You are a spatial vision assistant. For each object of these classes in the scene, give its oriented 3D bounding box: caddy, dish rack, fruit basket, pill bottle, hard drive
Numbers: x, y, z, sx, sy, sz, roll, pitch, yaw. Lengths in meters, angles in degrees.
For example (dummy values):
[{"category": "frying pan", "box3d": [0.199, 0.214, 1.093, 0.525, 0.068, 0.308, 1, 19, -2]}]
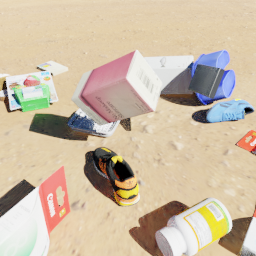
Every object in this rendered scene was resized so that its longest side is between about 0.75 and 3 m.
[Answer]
[{"category": "caddy", "box3d": [3.775, -2.300, 12.747, 1.506, 2.028, 2.869, -9, 26, 37]}, {"category": "dish rack", "box3d": [-1.286, -0.227, 11.297, 1.911, 0.416, 1.640, 9, 36, 13]}, {"category": "fruit basket", "box3d": [-4.399, -1.832, 12.741, 2.056, 1.040, 2.219, -12, 58, -16]}, {"category": "pill bottle", "box3d": [1.607, 2.519, 6.966, 1.764, 0.980, 0.980, -19, 40, -25]}, {"category": "hard drive", "box3d": [2.385, -1.472, 8.654, 0.212, 0.898, 1.287, 13, 14, -20]}]

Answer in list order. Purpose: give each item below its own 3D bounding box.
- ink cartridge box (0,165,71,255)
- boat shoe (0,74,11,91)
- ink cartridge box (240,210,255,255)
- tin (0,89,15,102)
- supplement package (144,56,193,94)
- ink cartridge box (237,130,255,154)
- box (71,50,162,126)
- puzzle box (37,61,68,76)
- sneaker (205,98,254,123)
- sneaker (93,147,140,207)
[{"category": "ink cartridge box", "box3d": [-2.041, 2.304, 6.454, 0.599, 1.925, 2.392, 24, 42, 25]}, {"category": "boat shoe", "box3d": [-6.915, -2.021, 13.394, 2.787, 0.987, 0.966, -21, 38, -38]}, {"category": "ink cartridge box", "box3d": [4.003, 2.731, 7.093, 1.699, 0.502, 2.123, 21, 42, 27]}, {"category": "tin", "box3d": [-5.504, -1.650, 13.411, 1.466, 0.307, 0.821, -18, 44, -24]}, {"category": "supplement package", "box3d": [1.925, -2.549, 13.497, 2.394, 1.404, 1.399, 0, 38, 10]}, {"category": "ink cartridge box", "box3d": [5.109, 0.548, 10.219, 1.711, 0.429, 1.387, 32, 46, 33]}, {"category": "box", "box3d": [-0.332, -1.100, 8.364, 2.220, 1.419, 1.209, -14, 44, 38]}, {"category": "puzzle box", "box3d": [-4.298, -3.398, 15.897, 1.564, 0.199, 1.040, 27, 44, 32]}, {"category": "sneaker", "box3d": [4.240, -0.640, 11.575, 2.247, 0.741, 0.881, -16, 37, -22]}, {"category": "sneaker", "box3d": [-0.387, 1.152, 8.715, 0.907, 1.168, 2.595, -16, 39, -21]}]
